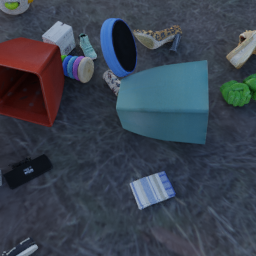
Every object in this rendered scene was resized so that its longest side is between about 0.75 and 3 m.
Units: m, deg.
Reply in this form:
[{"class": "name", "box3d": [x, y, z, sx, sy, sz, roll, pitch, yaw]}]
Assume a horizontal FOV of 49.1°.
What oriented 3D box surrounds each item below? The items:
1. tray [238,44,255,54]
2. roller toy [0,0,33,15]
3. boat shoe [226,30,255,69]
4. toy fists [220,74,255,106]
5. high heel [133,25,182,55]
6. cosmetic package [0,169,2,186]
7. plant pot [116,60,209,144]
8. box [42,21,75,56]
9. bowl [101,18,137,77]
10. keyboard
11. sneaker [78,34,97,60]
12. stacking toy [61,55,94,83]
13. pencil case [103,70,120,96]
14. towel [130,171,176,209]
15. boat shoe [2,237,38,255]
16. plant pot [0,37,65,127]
[{"class": "tray", "box3d": [5.543, -3.586, 12.369, 1.242, 0.230, 0.613, 19, 61, 12]}, {"class": "roller toy", "box3d": [-5.526, -6.276, 13.420, 1.470, 1.126, 1.612, 34, 66, 5]}, {"class": "boat shoe", "box3d": [5.076, -3.657, 11.782, 0.871, 0.928, 2.516, 38, 77, 8]}, {"class": "toy fists", "box3d": [4.624, -1.468, 10.866, 1.974, 0.679, 1.006, -17, 62, -11]}, {"class": "high heel", "box3d": [1.333, -4.227, 12.373, 2.117, 0.756, 1.509, 21, 67, -7]}, {"class": "cosmetic package", "box3d": [-4.457, 1.430, 8.879, 0.524, 1.161, 0.620, -16, 63, -6]}, {"class": "plant pot", "box3d": [1.205, -0.855, 9.754, 2.953, 2.086, 2.087, 1, 59, 12]}, {"class": "box", "box3d": [-2.906, -3.666, 11.890, 0.731, 1.119, 1.113, 27, 63, 15]}, {"class": "bowl", "box3d": [-0.247, -2.812, 9.770, 0.393, 2.004, 2.004, -6, 56, 27]}, {"class": "keyboard", "box3d": [-3.389, 1.382, 9.488, 1.534, 0.304, 0.798, -27, 86, -16]}, {"class": "sneaker", "box3d": [-1.760, -3.519, 12.042, 0.447, 0.716, 1.215, -29, 65, -17]}, {"class": "stacking toy", "box3d": [-2.654, -2.593, 11.474, 2.391, 1.021, 1.021, 16, 61, 17]}, {"class": "pencil case", "box3d": [-0.546, -1.823, 11.182, 0.530, 0.461, 1.185, -35, 65, -5]}, {"class": "towel", "box3d": [0.792, 2.008, 9.120, 1.290, 0.154, 0.948, -18, 59, -12]}, {"class": "boat shoe", "box3d": [-3.296, 3.618, 7.961, 1.386, 0.512, 0.418, -29, 64, -19]}, {"class": "plant pot", "box3d": [-3.598, -1.893, 10.233, 2.496, 2.493, 2.199, 15, 50, 9]}]
